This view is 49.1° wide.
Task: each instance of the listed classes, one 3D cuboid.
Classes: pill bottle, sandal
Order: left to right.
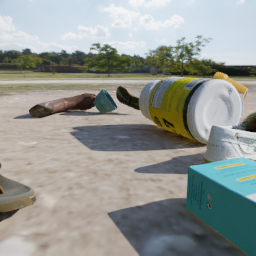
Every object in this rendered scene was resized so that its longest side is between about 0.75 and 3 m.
[{"bbox_3d":[-2.104,0.598,3.867,0.995,0.665,2.435,-10,16,-37],"label":"sandal"},{"bbox_3d":[0.108,-1.113,10.821,1.479,0.594,0.399,33,17,28],"label":"sandal"},{"bbox_3d":[1.431,-0.572,7.301,1.497,1.497,2.620,-6,14,-25],"label":"pill bottle"}]

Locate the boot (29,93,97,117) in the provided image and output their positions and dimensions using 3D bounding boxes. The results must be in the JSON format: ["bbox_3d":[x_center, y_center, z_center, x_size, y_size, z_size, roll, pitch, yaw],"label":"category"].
[{"bbox_3d":[-2.350,-0.845,10.432,1.967,0.678,2.110,-10,6,18],"label":"boot"}]

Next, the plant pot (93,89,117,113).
[{"bbox_3d":[-0.916,-0.949,10.666,0.618,0.922,0.922,-34,8,11],"label":"plant pot"}]

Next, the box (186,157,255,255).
[{"bbox_3d":[1.614,0.921,2.610,0.962,0.575,2.338,-6,14,-24],"label":"box"}]

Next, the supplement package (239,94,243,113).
[{"bbox_3d":[3.756,-0.930,10.584,0.719,0.724,0.955,-5,9,-13],"label":"supplement package"}]

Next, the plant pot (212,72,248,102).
[{"bbox_3d":[4.158,-1.427,11.724,1.375,1.502,1.502,24,22,25],"label":"plant pot"}]

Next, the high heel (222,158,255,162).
[{"bbox_3d":[1.764,0.692,4.098,1.012,0.361,0.721,21,16,36],"label":"high heel"}]

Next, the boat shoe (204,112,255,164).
[{"bbox_3d":[2.580,0.138,5.356,2.674,0.927,0.947,-8,15,-33],"label":"boat shoe"}]
